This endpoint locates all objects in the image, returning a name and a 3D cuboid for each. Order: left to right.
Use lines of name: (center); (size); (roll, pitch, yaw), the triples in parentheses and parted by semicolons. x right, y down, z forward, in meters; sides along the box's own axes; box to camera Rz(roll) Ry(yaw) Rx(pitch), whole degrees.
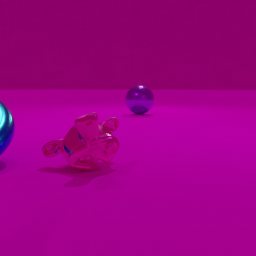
ring: (-2.771, -0.026, 4.105); (2.076, 0.415, 2.076); (11, 33, -8)
monkey head: (-0.616, 0.120, 4.123); (1.299, 0.935, 0.783); (-23, 34, -20)
ball: (0.489, -1.176, 11.687); (1.212, 1.212, 1.212); (0, 9, 0)
